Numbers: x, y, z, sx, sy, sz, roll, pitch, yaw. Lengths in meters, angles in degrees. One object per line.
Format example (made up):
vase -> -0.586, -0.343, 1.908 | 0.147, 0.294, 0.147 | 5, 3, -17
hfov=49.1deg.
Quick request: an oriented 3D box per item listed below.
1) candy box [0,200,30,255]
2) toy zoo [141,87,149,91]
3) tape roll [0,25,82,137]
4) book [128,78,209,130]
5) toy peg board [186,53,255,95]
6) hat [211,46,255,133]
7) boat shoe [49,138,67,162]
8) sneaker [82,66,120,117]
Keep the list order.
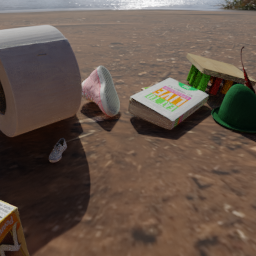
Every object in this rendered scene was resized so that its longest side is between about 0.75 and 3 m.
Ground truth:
candy box -> -2.301, 2.054, 3.755 | 0.555, 1.159, 2.009 | 13, 31, 22
toy zoo -> 1.648, -1.454, 11.301 | 1.895, 0.194, 1.243 | -11, 30, -19
tape roll -> -3.015, -1.433, 8.352 | 2.038, 2.968, 2.968 | -23, 36, -38
book -> 1.477, -0.909, 9.822 | 1.727, 0.621, 2.585 | 29, 40, 27
toy peg board -> 3.675, -2.089, 11.867 | 2.288, 1.124, 2.297 | 11, 28, -12
hat -> 3.743, -1.261, 8.975 | 1.931, 2.053, 2.332 | -14, 31, -24
boat shoe -> -1.860, 0.563, 7.429 | 0.316, 0.311, 0.891 | 5, 29, 10
sneaker -> -1.090, -1.111, 10.129 | 1.236, 0.890, 2.365 | -33, 49, 22
